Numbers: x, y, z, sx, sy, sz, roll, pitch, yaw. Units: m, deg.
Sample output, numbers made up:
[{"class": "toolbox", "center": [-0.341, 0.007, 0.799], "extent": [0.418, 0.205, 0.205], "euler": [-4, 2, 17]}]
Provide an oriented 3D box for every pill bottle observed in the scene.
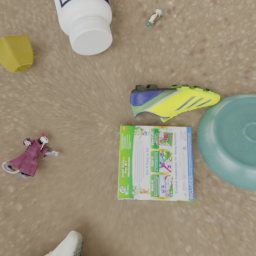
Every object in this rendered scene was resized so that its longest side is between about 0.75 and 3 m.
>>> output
[{"class": "pill bottle", "center": [-1.394, -3.735, 8.623], "extent": [1.635, 1.635, 2.732], "euler": [-14, 73, -4]}]

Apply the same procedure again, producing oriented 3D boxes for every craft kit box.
[{"class": "craft kit box", "center": [0.752, 0.968, 7.791], "extent": [2.033, 0.499, 2.058], "euler": [3, 73, -2]}]

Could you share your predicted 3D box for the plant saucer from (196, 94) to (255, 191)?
[{"class": "plant saucer", "center": [3.380, 0.193, 7.572], "extent": [2.937, 0.528, 2.937], "euler": [-3, 63, 6]}]

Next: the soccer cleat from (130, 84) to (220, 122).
[{"class": "soccer cleat", "center": [1.361, -0.724, 8.250], "extent": [2.633, 0.851, 1.102], "euler": [0, 100, -4]}]

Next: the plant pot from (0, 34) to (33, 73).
[{"class": "plant pot", "center": [-3.367, -2.190, 8.458], "extent": [0.855, 0.860, 0.880], "euler": [-29, 92, -48]}]

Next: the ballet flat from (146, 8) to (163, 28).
[{"class": "ballet flat", "center": [0.923, -3.728, 9.322], "extent": [0.316, 0.316, 0.879], "euler": [33, 75, 10]}]

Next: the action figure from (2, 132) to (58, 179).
[{"class": "action figure", "center": [-2.665, 0.740, 7.856], "extent": [0.931, 1.035, 1.389], "euler": [43, 56, -25]}]

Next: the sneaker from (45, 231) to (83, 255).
[{"class": "sneaker", "center": [-2.169, 3.638, 6.686], "extent": [1.231, 1.053, 2.826], "euler": [34, 75, 15]}]
